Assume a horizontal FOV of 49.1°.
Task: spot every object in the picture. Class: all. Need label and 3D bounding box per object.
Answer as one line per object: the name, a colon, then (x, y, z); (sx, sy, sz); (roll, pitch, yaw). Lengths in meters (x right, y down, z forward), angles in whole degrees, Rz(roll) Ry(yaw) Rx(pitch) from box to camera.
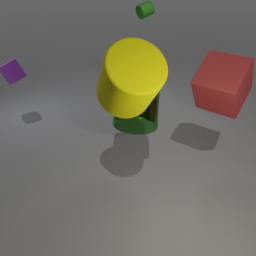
cube: (-4.268, -2.092, 10.348); (0.700, 0.700, 0.700); (-35, 25, -11)
cube: (3.000, -1.378, 8.883); (1.400, 1.400, 1.400); (22, 70, 31)
cylinder: (0.036, -1.107, 6.516); (1.400, 1.400, 1.400); (4, 70, -12)
cylinder: (0.274, -0.665, 8.871); (1.400, 1.400, 1.400); (3, 69, 6)
cylinder: (0.847, -5.859, 13.887); (0.700, 0.700, 0.700); (-32, 41, -17)
